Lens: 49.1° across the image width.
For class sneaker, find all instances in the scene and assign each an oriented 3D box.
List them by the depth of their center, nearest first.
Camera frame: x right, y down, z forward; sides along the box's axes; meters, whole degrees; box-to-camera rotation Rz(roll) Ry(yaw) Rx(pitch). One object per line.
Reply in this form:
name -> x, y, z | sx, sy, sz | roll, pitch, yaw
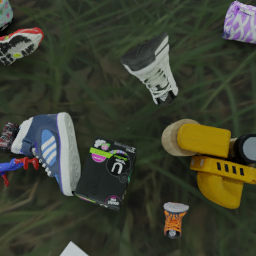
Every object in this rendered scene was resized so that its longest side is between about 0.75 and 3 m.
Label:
sneaker -> 1.036, 2.039, 6.109 | 0.519, 1.338, 0.749 | 4, 78, 15
sneaker -> 0.711, -1.160, 6.133 | 1.013, 2.686, 1.545 | -24, 104, 16
sneaker -> -2.175, 0.733, 7.232 | 1.613, 0.888, 2.203 | -12, 76, 8
sneaker -> -3.249, -2.426, 8.160 | 2.058, 0.793, 0.874 | -1, 42, 29

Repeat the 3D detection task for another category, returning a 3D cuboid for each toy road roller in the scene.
toy road roller -> 1.953, 0.879, 6.711 | 2.390, 1.469, 1.745 | 14, 83, -3

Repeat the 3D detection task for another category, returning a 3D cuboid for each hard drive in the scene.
hard drive -> -1.402, 3.349, 6.504 | 0.735, 0.146, 1.114 | 34, 73, 12

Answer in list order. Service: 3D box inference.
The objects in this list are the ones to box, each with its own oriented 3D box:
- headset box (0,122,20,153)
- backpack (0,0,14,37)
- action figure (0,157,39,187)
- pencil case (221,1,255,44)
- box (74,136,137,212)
headset box -> -3.128, 0.293, 7.468 | 0.286, 0.567, 0.763 | 10, 70, 5
backpack -> -4.609, -3.485, 8.534 | 2.108, 1.334, 1.759 | -34, 70, -16
action figure -> -3.076, 1.199, 7.001 | 1.702, 0.555, 0.842 | -7, 78, 24
pencil case -> 4.314, -3.144, 8.470 | 2.806, 1.199, 1.177 | 8, 70, 2
box -> -0.504, 1.148, 6.935 | 1.114, 0.932, 1.500 | 17, 70, 7
